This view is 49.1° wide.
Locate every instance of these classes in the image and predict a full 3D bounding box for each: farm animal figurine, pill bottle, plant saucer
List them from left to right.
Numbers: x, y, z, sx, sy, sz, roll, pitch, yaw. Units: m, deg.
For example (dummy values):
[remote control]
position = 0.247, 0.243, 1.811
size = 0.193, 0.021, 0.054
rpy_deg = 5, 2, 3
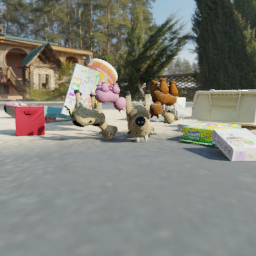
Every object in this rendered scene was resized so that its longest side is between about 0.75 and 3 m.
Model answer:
[plant saucer]
position = -3.402, -0.755, 13.508
size = 0.912, 0.248, 2.610
rpy_deg = 37, 20, 35
[pill bottle]
position = -1.648, -1.597, 12.131
size = 1.447, 2.580, 1.447
rpy_deg = 25, -21, 10
[farm animal figurine]
position = 0.080, -0.304, 8.155
size = 2.947, 1.537, 2.915
rpy_deg = -5, -7, 17

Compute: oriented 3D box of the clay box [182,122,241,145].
[clay box]
position = 2.381, 0.136, 8.039
size = 1.064, 0.441, 1.851
rpy_deg = 8, 10, 40

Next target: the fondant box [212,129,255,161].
[fondant box]
position = 2.401, 0.337, 6.053
size = 0.797, 0.322, 1.105
rpy_deg = -1, 19, -4

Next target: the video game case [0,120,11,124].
[video game case]
position = -5.915, -0.251, 12.690
size = 0.975, 0.085, 0.697
rpy_deg = -5, 8, -36

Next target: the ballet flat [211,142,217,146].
[ballet flat]
position = 2.478, 0.327, 6.867
size = 0.848, 0.298, 0.285
rpy_deg = 8, 15, 28

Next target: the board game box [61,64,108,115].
[board game box]
position = -1.518, -1.191, 9.853
size = 1.198, 1.781, 0.305
rpy_deg = 16, -2, -20

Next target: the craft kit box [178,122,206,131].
[craft kit box]
position = 2.656, -0.007, 9.961
size = 1.266, 0.311, 1.282
rpy_deg = -7, 9, -28

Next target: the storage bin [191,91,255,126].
[storage bin]
position = 4.220, -0.742, 11.064
size = 2.526, 1.192, 2.544
rpy_deg = 7, 4, 41

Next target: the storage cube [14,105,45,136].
[storage cube]
position = -3.233, -0.270, 9.282
size = 0.912, 0.959, 1.067
rpy_deg = -2, 8, -17

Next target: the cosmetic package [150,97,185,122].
[cosmetic package]
position = 1.930, -1.002, 14.329
size = 1.495, 1.179, 2.779
rpy_deg = 5, 7, 22

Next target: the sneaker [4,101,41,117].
[sneaker]
position = -5.885, -0.938, 15.848
size = 2.288, 0.919, 0.988
rpy_deg = 7, -8, -42

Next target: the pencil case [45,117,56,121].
[pencil case]
position = -4.118, -0.572, 13.196
size = 1.439, 0.629, 0.629
rpy_deg = -4, 8, -38
